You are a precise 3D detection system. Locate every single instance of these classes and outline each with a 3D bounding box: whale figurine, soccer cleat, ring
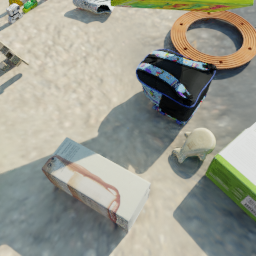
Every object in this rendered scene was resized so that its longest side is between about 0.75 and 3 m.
[{"bbox_3d":[1.705,0.484,7.149,1.086,0.563,0.864,-35,63,8],"label":"whale figurine"},{"bbox_3d":[-1.254,-4.438,10.105,1.569,0.538,0.668,7,55,-1],"label":"soccer cleat"},{"bbox_3d":[2.873,-3.002,9.372,2.914,0.280,2.914,0,59,1],"label":"ring"}]

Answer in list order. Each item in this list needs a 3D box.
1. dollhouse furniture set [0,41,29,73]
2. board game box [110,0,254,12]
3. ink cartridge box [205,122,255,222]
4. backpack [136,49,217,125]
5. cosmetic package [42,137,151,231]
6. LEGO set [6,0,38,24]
[{"bbox_3d":[-4.147,-1.694,8.560,1.568,0.897,1.838,38,90,21],"label":"dollhouse furniture set"},{"bbox_3d":[1.152,-2.982,6.066,2.787,0.664,1.416,-6,17,-20],"label":"board game box"},{"bbox_3d":[3.430,0.802,6.635,2.501,0.947,1.848,-35,64,-21],"label":"ink cartridge box"},{"bbox_3d":[1.173,-1.219,7.675,1.879,1.264,1.716,29,63,16],"label":"backpack"},{"bbox_3d":[-0.675,1.251,6.259,2.184,1.129,0.953,26,63,17],"label":"cosmetic package"},{"bbox_3d":[-3.782,-4.845,10.126,0.832,0.895,2.181,31,63,18],"label":"LEGO set"}]
